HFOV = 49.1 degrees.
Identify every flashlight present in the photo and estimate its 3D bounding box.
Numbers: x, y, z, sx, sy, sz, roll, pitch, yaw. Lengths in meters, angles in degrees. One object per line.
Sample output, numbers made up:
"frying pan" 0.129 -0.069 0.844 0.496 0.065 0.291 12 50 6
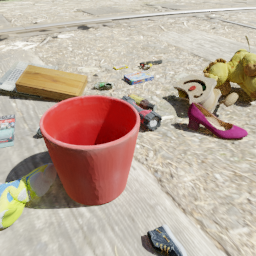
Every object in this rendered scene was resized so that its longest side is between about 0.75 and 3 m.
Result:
"flashlight" 0.485 -0.687 11.502 0.746 0.743 2.196 -35 41 -12

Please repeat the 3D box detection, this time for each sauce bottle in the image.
"sauce bottle" 0.615 -1.104 12.391 1.466 0.484 0.484 25 41 29

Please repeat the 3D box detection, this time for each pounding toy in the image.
"pounding toy" 3.256 -1.162 12.250 1.568 1.574 2.743 -45 37 -10

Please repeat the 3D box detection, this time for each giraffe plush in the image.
"giraffe plush" 4.807 -2.492 13.076 2.330 2.873 2.479 -20 -4 14

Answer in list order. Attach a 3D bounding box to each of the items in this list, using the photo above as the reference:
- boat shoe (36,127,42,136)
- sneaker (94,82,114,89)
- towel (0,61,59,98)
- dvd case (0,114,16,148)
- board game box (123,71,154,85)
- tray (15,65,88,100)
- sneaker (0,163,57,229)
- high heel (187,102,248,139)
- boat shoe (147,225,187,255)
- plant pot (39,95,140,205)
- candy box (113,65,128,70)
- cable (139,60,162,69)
"boat shoe" -2.802 -0.016 10.673 1.360 0.514 0.410 -28 36 -34
"sneaker" -1.199 -2.152 13.876 1.019 0.392 0.451 -4 -2 -3
"towel" -5.028 -2.536 13.988 2.500 0.432 2.407 9 50 8
"dvd case" -5.093 0.146 10.693 1.482 0.223 2.030 -10 34 -14
"board game box" 0.570 -2.703 15.013 1.371 0.236 0.928 -17 37 -24
"tray" -3.549 -2.119 13.198 2.977 0.551 1.468 11 50 5
"sneaker" -3.094 1.644 7.818 1.205 0.869 2.293 16 38 24
"high heel" 3.372 -0.274 10.520 2.286 1.099 0.771 10 35 15
"boat shoe" 0.903 2.797 6.511 0.540 0.421 1.190 -13 28 -19
"plant pot" -0.968 0.680 7.918 2.666 2.359 2.666 -1 33 0
"candy box" -0.427 -3.557 16.438 0.801 0.106 0.410 -16 34 -23
"cable" 1.342 -3.785 16.738 0.848 0.439 1.746 6 17 40
